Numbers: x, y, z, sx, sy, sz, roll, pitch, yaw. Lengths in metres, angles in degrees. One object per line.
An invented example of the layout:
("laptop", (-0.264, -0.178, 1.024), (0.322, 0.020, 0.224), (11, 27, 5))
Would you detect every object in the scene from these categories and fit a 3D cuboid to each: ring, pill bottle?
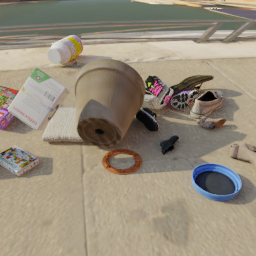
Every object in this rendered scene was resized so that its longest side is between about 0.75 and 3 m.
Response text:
("ring", (-0.203, 1.117, 9.753), (1.406, 0.135, 1.406), (0, 32, 0))
("pill bottle", (-4.175, -5.153, 18.596), (1.428, 1.428, 2.739), (11, 33, 17))

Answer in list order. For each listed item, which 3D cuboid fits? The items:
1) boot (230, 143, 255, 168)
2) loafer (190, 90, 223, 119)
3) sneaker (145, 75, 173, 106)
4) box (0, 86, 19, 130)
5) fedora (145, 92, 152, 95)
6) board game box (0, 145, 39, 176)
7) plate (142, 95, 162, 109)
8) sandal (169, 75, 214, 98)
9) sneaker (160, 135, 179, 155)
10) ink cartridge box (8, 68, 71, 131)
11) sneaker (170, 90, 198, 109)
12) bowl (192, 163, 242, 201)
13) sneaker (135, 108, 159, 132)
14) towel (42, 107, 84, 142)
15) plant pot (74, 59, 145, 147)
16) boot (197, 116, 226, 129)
("boot", (4.060, 0.983, 9.742), (0.977, 0.469, 1.336), (3, 30, 16))
("loafer", (3.774, -1.311, 12.957), (0.978, 0.855, 2.720), (21, 38, 30))
("sneaker", (1.369, -1.873, 13.441), (1.117, 0.942, 2.553), (28, 21, -18))
("box", (-6.183, -1.114, 12.207), (2.956, 0.578, 2.023), (15, 46, 9))
("fedora", (0.576, -1.470, 13.391), (1.185, 0.541, 1.185), (6, 13, -2))
("board game box", (-3.851, 1.102, 9.669), (1.345, 0.233, 0.849), (21, 39, 30))
("plate", (0.688, -1.197, 12.672), (1.502, 0.243, 1.499), (11, -11, 19))
("sandal", (3.162, -2.051, 14.352), (2.714, 0.741, 1.109), (-29, 27, -16))
("sneaker", (1.589, 0.628, 10.401), (1.010, 0.303, 0.527), (-21, 37, -21))
("ink cartridge box", (-2.851, -0.902, 9.050), (1.197, 1.647, 0.721), (35, 0, 1))
("sneaker", (2.584, -1.372, 13.419), (1.880, 0.758, 0.784), (-18, 20, -41))
("bowl", (2.720, 1.672, 8.709), (1.482, 0.291, 1.482), (0, 32, 0))
("sneaker", (0.950, -0.478, 11.831), (0.738, 0.639, 1.783), (-14, 35, -22))
("towel", (-2.481, -0.160, 11.561), (1.606, 0.418, 2.424), (-1, 32, 2))
("plant pot", (-0.845, -0.747, 10.645), (2.861, 2.861, 2.483), (4, 48, 6))
("boot", (3.481, -0.285, 11.786), (1.096, 0.385, 0.801), (-20, 34, -32))
